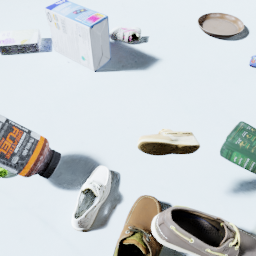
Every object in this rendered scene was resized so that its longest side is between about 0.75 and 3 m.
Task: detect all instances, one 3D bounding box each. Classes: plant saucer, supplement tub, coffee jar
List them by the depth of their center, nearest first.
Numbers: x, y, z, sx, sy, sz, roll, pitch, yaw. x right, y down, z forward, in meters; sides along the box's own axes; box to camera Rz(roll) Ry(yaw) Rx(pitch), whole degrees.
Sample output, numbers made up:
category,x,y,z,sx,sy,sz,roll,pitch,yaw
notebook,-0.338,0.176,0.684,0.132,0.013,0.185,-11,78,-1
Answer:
category,x,y,z,sx,sy,sz,roll,pitch,yaw
supplement tub,-2.858,0.509,7.146,2.209,1.181,1.181,30,44,-23
coffee jar,3.850,0.834,7.798,2.299,0.981,1.199,34,60,28
plant saucer,4.384,-4.879,13.384,2.167,0.348,2.167,0,48,-1

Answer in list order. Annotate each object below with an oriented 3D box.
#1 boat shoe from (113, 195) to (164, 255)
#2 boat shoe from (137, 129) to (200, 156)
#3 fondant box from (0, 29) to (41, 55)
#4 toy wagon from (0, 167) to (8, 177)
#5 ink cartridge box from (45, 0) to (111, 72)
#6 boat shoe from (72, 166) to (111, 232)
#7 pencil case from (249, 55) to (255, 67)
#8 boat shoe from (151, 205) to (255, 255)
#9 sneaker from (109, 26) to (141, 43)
category,x,y,z,sx,sy,sz,roll,pitch,yaw
boat shoe,0.260,2.635,6.186,1.030,0.973,2.863,8,47,11
boat shoe,0.854,0.274,6.114,1.460,0.538,0.505,5,51,-22
fondant box,-4.737,-3.803,12.315,1.682,0.490,1.214,-7,49,-5
toy wagon,-4.342,0.974,8.095,1.892,0.374,1.468,-21,51,-18
ink cartridge box,-2.147,-3.853,11.342,2.912,1.987,1.112,29,54,24
boat shoe,-0.907,1.682,7.267,0.672,0.658,1.897,12,49,10
pencil case,5.453,-2.610,11.260,1.100,0.478,0.429,20,8,16
boat shoe,1.913,2.396,6.138,2.726,0.811,0.979,20,49,-5
sneaker,-0.090,-4.164,12.556,1.513,0.615,0.667,-8,46,-6
